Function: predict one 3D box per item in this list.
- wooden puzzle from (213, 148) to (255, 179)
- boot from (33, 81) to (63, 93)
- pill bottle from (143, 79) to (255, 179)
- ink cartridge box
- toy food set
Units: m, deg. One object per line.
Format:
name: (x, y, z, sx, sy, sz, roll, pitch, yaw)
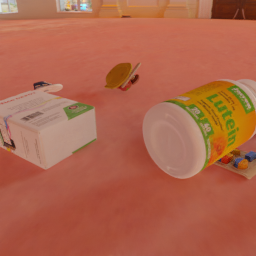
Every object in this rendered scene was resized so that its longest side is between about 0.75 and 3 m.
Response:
wooden puzzle: (2.529, 0.691, 6.432, 0.970, 0.243, 1.048, -20, 33, -36)
boot: (-2.922, -1.541, 10.189, 0.998, 0.363, 0.451, -14, 62, -18)
pill bottle: (1.767, -0.165, 5.908, 2.705, 1.502, 1.502, -24, 34, -32)
ink cartridge box: (-2.260, -0.098, 7.142, 2.390, 1.004, 1.731, 17, 32, 33)
toy food set: (-0.136, -1.823, 10.635, 0.663, 1.195, 2.030, 37, -9, -31)
